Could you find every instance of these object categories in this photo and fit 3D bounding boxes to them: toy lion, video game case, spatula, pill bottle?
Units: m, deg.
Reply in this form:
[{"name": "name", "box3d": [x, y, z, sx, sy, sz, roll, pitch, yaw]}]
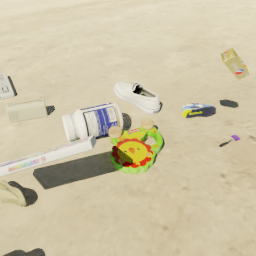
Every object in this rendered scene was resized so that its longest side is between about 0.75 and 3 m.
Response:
[{"name": "toy lion", "box3d": [0.307, 0.664, 9.542, 2.023, 0.695, 1.939, -15, 46, -20]}, {"name": "video game case", "box3d": [-6.641, -1.827, 13.149, 2.130, 0.268, 2.340, -17, 41, -22]}, {"name": "video game case", "box3d": [-2.118, 0.705, 6.743, 2.703, 0.244, 1.936, -17, 3, -3]}, {"name": "spatula", "box3d": [3.675, 0.478, 10.134, 1.063, 0.109, 0.300, -23, 51, -25]}, {"name": "pill bottle", "box3d": [-1.278, -0.202, 10.178, 2.010, 1.163, 1.163, -13, 38, -17]}]

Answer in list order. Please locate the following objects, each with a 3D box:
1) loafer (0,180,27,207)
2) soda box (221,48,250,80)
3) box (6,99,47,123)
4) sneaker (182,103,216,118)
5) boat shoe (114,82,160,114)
[{"name": "loafer", "box3d": [-3.352, 1.923, 7.891, 1.353, 0.512, 0.462, 16, 40, 35]}, {"name": "soda box", "box3d": [3.318, -1.963, 8.652, 0.389, 1.150, 0.368, -26, 53, 33]}, {"name": "box", "box3d": [-4.077, -0.698, 11.324, 1.497, 0.615, 0.512, -10, 37, -15]}, {"name": "sneaker", "box3d": [2.888, -0.780, 11.507, 1.446, 0.535, 0.595, -2, 34, -4]}, {"name": "boat shoe", "box3d": [0.392, -1.586, 12.273, 1.006, 0.894, 2.735, -30, 46, -34]}]
